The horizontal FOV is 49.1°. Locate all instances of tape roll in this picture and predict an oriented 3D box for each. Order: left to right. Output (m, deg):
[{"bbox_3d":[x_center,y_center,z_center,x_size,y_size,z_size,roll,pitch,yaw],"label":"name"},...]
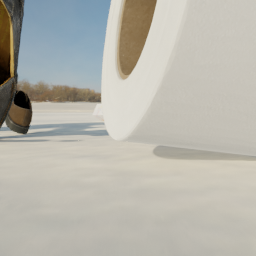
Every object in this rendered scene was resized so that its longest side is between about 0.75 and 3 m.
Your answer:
[{"bbox_3d":[0.745,-0.903,2.500,1.541,2.245,2.245,6,2,-16],"label":"tape roll"}]

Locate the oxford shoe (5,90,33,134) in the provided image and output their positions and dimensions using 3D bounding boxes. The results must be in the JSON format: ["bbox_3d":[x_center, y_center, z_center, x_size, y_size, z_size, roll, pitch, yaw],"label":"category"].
[{"bbox_3d":[-2.298,-0.529,5.792,0.563,0.653,1.548,13,21,-47],"label":"oxford shoe"}]

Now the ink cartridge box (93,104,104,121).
[{"bbox_3d":[-0.983,-0.635,11.453,0.558,0.544,0.869,34,-21,-36],"label":"ink cartridge box"}]

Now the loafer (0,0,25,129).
[{"bbox_3d":[-1.912,-0.756,3.632,0.986,2.708,0.979,2,43,-24],"label":"loafer"}]
